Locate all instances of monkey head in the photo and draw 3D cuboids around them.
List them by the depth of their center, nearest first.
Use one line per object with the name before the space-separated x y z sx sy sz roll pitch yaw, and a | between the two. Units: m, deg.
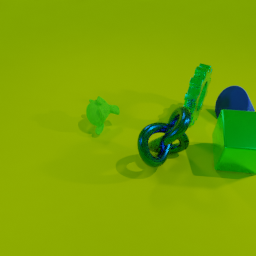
monkey head | -0.713 -0.423 7.728 0.843 0.706 1.172 8 54 -36

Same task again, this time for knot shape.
knot shape | 0.907 0.283 6.518 1.545 1.445 0.714 -43 63 -7

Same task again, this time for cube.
cube | 2.602 0.322 6.462 1.052 1.052 1.052 4 55 6

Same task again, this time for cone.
cone | 3.385 -0.583 8.229 1.133 1.129 1.129 7 30 -32

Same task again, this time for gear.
gear | 1.906 -0.912 7.749 0.309 1.670 1.670 19 41 20
